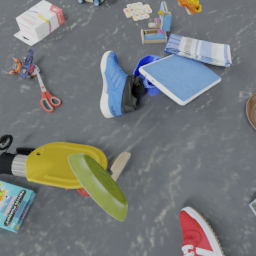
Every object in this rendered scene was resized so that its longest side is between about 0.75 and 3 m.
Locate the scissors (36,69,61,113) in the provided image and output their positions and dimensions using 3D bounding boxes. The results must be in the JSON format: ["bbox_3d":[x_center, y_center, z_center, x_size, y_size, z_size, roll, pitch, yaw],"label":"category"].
[{"bbox_3d":[-3.072,-1.336,10.033,0.670,0.128,1.832,-33,75,-19],"label":"scissors"}]

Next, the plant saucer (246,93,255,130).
[{"bbox_3d":[5.027,-0.348,9.441,2.171,0.397,2.171,0,57,0],"label":"plant saucer"}]

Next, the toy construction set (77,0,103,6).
[{"bbox_3d":[-1.842,-6.339,12.392,2.588,1.697,1.192,25,61,15],"label":"toy construction set"}]

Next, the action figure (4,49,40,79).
[{"bbox_3d":[-3.885,-2.378,10.586,1.224,0.662,1.265,18,75,4],"label":"action figure"}]

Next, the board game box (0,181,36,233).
[{"bbox_3d":[-3.589,2.138,7.915,1.516,0.356,1.144,14,59,9],"label":"board game box"}]

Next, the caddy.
[{"bbox_3d":[0.825,-1.955,10.182,1.126,0.836,1.592,17,60,11],"label":"caddy"}]

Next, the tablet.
[{"bbox_3d":[1.920,-1.858,9.826,1.937,0.203,2.977,43,44,17],"label":"tablet"}]

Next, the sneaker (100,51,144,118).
[{"bbox_3d":[-0.135,-1.659,9.678,1.462,1.009,2.628,-10,60,20],"label":"sneaker"}]

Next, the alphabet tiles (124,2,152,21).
[{"bbox_3d":[0.446,-5.319,12.711,1.219,0.089,1.192,-14,59,-9],"label":"alphabet tiles"}]

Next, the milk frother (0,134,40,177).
[{"bbox_3d":[-3.217,0.837,8.257,1.082,1.150,1.038,7,58,4],"label":"milk frother"}]

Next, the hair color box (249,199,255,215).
[{"bbox_3d":[4.497,2.144,7.783,1.875,0.569,0.928,-19,60,-11],"label":"hair color box"}]

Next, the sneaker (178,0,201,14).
[{"bbox_3d":[1.550,-3.225,7.098,0.402,1.041,0.380,-2,89,38],"label":"sneaker"}]

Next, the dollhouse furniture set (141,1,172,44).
[{"bbox_3d":[1.070,-4.409,11.289,1.008,1.545,1.458,-4,58,-3],"label":"dollhouse furniture set"}]

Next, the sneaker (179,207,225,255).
[{"bbox_3d":[1.491,3.480,6.676,1.656,1.049,2.944,-15,61,-13],"label":"sneaker"}]

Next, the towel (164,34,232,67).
[{"bbox_3d":[2.740,-3.091,10.855,2.503,0.298,1.838,15,39,7],"label":"towel"}]

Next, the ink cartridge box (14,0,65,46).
[{"bbox_3d":[-3.811,-4.455,11.829,1.159,0.672,1.990,31,63,18],"label":"ink cartridge box"}]

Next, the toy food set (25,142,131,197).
[{"bbox_3d":[-1.479,1.325,8.010,2.851,0.931,1.677,8,37,13],"label":"toy food set"}]

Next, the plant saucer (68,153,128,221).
[{"bbox_3d":[-0.465,0.962,4.942,0.232,1.491,1.491,-42,65,0],"label":"plant saucer"}]
